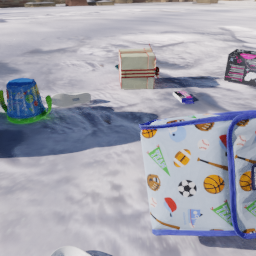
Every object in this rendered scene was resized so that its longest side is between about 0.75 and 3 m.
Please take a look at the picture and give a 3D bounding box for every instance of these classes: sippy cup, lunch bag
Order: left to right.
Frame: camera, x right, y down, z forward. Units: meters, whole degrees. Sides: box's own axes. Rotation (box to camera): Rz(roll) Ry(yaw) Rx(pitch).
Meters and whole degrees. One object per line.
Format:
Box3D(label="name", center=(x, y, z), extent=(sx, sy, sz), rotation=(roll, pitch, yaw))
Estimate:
Box3D(label="sippy cup", center=(-3.320, -0.933, 8.959), extent=(1.623, 1.189, 1.274), rotation=(-10, 31, -19))
Box3D(label="lunch bag", center=(1.434, 0.676, 4.545), extent=(2.235, 1.900, 1.384), rotation=(-5, 6, 17))

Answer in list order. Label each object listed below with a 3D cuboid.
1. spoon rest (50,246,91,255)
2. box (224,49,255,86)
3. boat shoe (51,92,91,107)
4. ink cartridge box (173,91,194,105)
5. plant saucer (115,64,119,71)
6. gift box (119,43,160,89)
Box3D(label="spoon rest", center=(-0.700, 2.104, 4.273), extent=(1.143, 0.346, 0.568), rotation=(8, 30, 13))
Box3D(label="box", center=(5.368, -2.523, 11.874), extent=(2.104, 1.207, 1.390), rotation=(19, 32, 28))
Box3D(label="boat shoe", center=(-2.053, -1.069, 9.992), extent=(1.432, 0.516, 0.491), rotation=(-14, 15, -17))
Box3D(label="ink cartridge box", center=(2.071, -1.139, 10.430), extent=(0.456, 0.179, 0.963), rotation=(-8, 32, -14))
Box3D(label="plant saucer", center=(-0.170, -2.938, 13.713), extent=(0.958, 0.172, 0.958), rotation=(1, 29, 0))
Box3D(label="gift box", center=(0.445, -2.547, 11.482), extent=(1.582, 1.694, 1.563), rotation=(-2, 34, -6))
